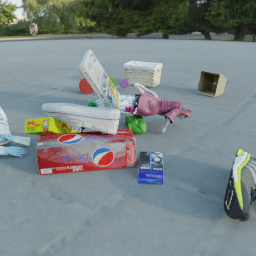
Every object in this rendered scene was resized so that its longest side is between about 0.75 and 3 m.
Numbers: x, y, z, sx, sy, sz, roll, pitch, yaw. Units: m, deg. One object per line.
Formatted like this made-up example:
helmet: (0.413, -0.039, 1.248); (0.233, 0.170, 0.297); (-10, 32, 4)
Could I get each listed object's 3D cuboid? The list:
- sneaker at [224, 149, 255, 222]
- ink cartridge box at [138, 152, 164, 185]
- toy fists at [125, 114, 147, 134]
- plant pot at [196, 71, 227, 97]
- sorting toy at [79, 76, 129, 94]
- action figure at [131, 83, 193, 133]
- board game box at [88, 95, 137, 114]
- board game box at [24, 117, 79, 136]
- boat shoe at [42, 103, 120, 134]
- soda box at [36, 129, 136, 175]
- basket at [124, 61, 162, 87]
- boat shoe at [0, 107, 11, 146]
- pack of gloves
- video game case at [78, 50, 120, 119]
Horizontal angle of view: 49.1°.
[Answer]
sneaker: (3.099, 1.361, 6.970); (1.109, 1.012, 2.740); (14, 28, 22)
ink cartridge box: (0.679, 1.150, 8.330); (0.737, 0.291, 1.482); (2, 24, 2)
toy fists: (0.323, -0.184, 11.240); (0.741, 0.500, 1.454); (-2, 22, -7)
plant pot: (4.884, -2.507, 16.002); (1.133, 1.279, 1.278); (-3, 19, -41)
sorting toy: (-1.421, -2.492, 16.598); (2.917, 1.011, 1.005); (-5, 0, -8)
action figure: (1.365, -0.873, 11.151); (2.451, 1.825, 1.642); (5, 22, 1)
board game box: (-0.421, -1.390, 14.333); (2.535, 0.328, 2.535); (10, 24, 21)
board game box: (-2.440, 0.056, 9.377); (0.946, 0.443, 1.862); (-6, -11, 21)
boat shoe: (-1.495, -0.267, 8.550); (2.508, 0.837, 0.922); (8, 10, 17)
soda box: (-1.234, 0.695, 8.566); (2.889, 0.916, 1.011); (-3, 23, -9)
basket: (0.946, -3.467, 17.981); (2.176, 1.343, 1.475); (11, 25, 22)
boat shoe: (-5.148, -0.254, 10.642); (1.038, 1.016, 2.932); (-10, 29, -28)
pack of gloves: (-3.961, 0.493, 9.344); (1.286, 0.254, 1.081); (9, 32, -19)
video game case: (-1.143, -1.955, 12.261); (0.320, 2.643, 2.903); (-29, 24, 12)
